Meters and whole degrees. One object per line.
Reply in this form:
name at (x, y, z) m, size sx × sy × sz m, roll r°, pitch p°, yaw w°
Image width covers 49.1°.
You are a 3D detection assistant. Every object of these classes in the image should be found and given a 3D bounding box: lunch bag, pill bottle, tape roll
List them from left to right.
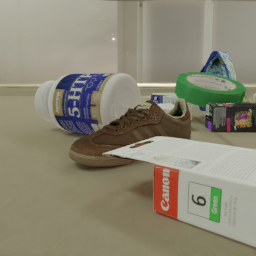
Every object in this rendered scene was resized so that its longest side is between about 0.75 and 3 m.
pill bottle at (-0.965, -0.545, 6.296) m, size 2.247 × 1.345 × 1.345 m, roll 6°, pitch 12°, yaw 33°
tape roll at (2.314, -1.105, 7.991) m, size 1.917 × 0.461 × 1.917 m, roll 5°, pitch 28°, yaw -3°
lunch bag at (3.420, -1.780, 10.568) m, size 1.371 × 2.152 × 1.830 m, roll 6°, pitch 13°, yaw 28°

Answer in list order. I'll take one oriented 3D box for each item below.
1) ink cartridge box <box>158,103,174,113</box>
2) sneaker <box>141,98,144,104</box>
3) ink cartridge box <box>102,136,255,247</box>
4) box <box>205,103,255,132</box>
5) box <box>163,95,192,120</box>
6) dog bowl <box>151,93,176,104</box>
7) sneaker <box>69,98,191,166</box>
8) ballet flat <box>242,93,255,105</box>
ink cartridge box at (0.851, -0.299, 7.144) m, size 0.941 × 0.540 × 1.296 m, roll -2°, pitch 11°, yaw -10°
sneaker at (-0.151, -0.637, 8.374) m, size 1.226 × 0.779 × 2.151 m, roll -30°, pitch -16°, yaw 10°
ink cartridge box at (0.867, 0.538, 2.900) m, size 2.108 × 0.531 × 1.148 m, roll 7°, pitch 13°, yaw 38°
box at (2.540, -0.272, 6.780) m, size 1.183 × 0.627 × 0.723 m, roll 1°, pitch 11°, yaw 2°
box at (1.452, -0.601, 8.317) m, size 0.477 × 0.683 × 0.898 m, roll -7°, pitch 13°, yaw -22°
dog bowl at (1.608, -1.173, 11.742) m, size 1.322 × 0.521 × 1.322 m, roll 0°, pitch 11°, yaw 0°
sneaker at (0.111, -0.009, 4.683) m, size 2.406 × 0.909 × 0.848 m, roll -8°, pitch 14°, yaw -38°
ballet flat at (3.780, -0.735, 8.633) m, size 2.368 × 0.773 × 0.835 m, roll 0°, pitch -3°, yaw -8°
